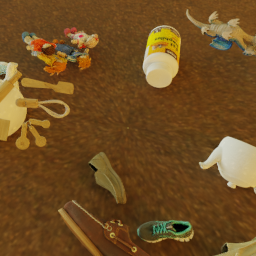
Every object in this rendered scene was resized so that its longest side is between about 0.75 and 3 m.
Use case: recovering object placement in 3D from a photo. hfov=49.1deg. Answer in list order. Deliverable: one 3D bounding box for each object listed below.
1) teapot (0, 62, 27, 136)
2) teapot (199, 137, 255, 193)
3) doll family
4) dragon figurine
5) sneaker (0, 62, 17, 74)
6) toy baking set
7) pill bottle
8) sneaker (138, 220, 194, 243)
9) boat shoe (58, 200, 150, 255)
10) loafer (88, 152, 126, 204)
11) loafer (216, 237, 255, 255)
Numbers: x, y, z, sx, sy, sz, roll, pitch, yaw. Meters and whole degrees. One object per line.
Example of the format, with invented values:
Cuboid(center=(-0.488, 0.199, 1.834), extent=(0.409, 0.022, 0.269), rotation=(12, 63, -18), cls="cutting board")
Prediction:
Cuboid(center=(-4.219, -0.735, 8.398), extent=(2.107, 1.559, 2.135), rotation=(-11, 55, -8), cls="teapot")
Cuboid(center=(3.011, 1.045, 7.356), extent=(1.625, 1.603, 1.186), rotation=(27, 94, 42), cls="teapot")
Cuboid(center=(-2.311, -2.723, 10.274), extent=(2.870, 1.293, 1.781), rotation=(-25, 49, -38), cls="doll family")
Cuboid(center=(2.774, -2.754, 8.224), extent=(2.454, 1.220, 0.722), rotation=(29, 96, 35), cls="dragon figurine")
Cuboid(center=(-4.652, -2.068, 10.109), extent=(1.329, 0.491, 0.545), rotation=(12, 69, 15), cls="sneaker")
Cuboid(center=(-2.249, -0.458, 6.339), extent=(1.571, 0.238, 2.047), rotation=(37, 86, -17), cls="toy baking set")
Cuboid(center=(1.200, -2.508, 9.908), extent=(1.213, 1.213, 2.221), rotation=(7, 54, 5), cls="pill bottle")
Cuboid(center=(0.910, 2.393, 6.686), extent=(1.363, 0.622, 0.529), rotation=(-3, 54, -2), cls="sneaker")
Cuboid(center=(-0.299, 2.633, 6.281), extent=(2.951, 1.039, 1.038), rotation=(41, 69, 17), cls="boat shoe")
Cuboid(center=(-0.561, 1.382, 7.468), extent=(0.564, 0.636, 1.672), rotation=(-23, 47, -15), cls="loafer")
Cuboid(center=(2.455, 2.839, 6.366), extent=(1.617, 0.612, 0.552), rotation=(-24, 63, -16), cls="loafer")
